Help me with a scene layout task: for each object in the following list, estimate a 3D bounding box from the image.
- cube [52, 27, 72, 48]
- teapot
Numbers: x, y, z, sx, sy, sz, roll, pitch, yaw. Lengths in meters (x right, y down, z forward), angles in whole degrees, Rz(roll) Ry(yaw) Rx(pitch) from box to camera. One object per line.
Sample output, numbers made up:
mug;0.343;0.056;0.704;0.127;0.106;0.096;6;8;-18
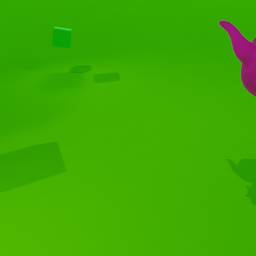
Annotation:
cube;-2.700;-3.722;11.513;0.705;0.705;0.705;5;22;-11
teapot;2.245;-1.030;4.058;2.065;1.284;1.011;13;62;-12
